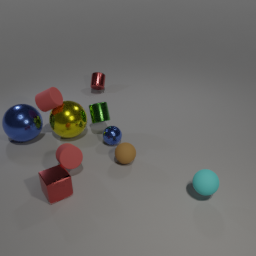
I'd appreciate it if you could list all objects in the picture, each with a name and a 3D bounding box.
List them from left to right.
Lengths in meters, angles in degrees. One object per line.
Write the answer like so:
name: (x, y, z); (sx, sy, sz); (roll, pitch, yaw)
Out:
ball: (-3.842, -0.187, 10.243); (1.400, 1.400, 1.400); (0, 30, 0)
cylinder: (-2.780, -1.004, 9.884); (0.700, 0.700, 0.700); (-21, 24, 21)
cube: (-2.025, 1.569, 7.884); (0.700, 0.700, 0.700); (-19, 36, -29)
ball: (-2.221, -0.324, 10.441); (1.400, 1.400, 1.400); (0, 30, 0)
cylinder: (-1.809, 0.851, 8.577); (0.700, 0.700, 0.700); (-14, 10, -22)
cylinder: (-1.515, -2.360, 14.158); (0.700, 0.700, 0.700); (4, -14, 1)
cylinder: (-1.067, -0.569, 10.489); (0.700, 0.700, 0.700); (-12, 1, 0)
ball: (-0.567, 0.263, 10.125); (0.700, 0.700, 0.700); (0, 30, 0)
ball: (-0.085, 0.816, 9.115); (0.700, 0.700, 0.700); (0, 30, 0)
ball: (2.100, 1.465, 7.561); (0.700, 0.700, 0.700); (0, 30, 0)
